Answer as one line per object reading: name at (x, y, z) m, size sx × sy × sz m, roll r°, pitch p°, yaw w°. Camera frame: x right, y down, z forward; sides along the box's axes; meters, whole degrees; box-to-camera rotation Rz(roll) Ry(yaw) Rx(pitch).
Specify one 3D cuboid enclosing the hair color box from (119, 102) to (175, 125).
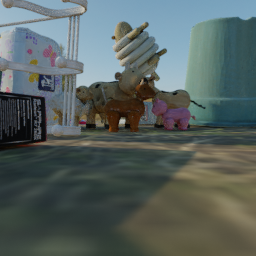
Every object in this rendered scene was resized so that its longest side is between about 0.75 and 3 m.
hair color box at (1.115, -0.584, 11.561) m, size 2.933 × 0.889 × 1.452 m, roll 0°, pitch 2°, yaw -37°

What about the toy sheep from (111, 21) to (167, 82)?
toy sheep at (0.431, -2.967, 11.063) m, size 1.886 × 2.736 × 1.886 m, roll -34°, pitch 12°, yaw 9°

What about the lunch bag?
lunch bag at (-2.717, -1.195, 7.764) m, size 1.777 × 2.370 × 2.795 m, roll 2°, pitch -1°, yaw -12°

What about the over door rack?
over door rack at (-1.743, -0.819, 4.158) m, size 2.541 × 1.877 × 0.846 m, roll 2°, pitch -3°, yaw 35°

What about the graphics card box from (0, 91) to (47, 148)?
graphics card box at (-1.500, -0.053, 1.817) m, size 1.096 × 0.444 × 1.747 m, roll 1°, pitch 3°, yaw 21°

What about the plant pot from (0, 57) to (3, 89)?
plant pot at (-3.917, -0.974, 5.587) m, size 2.312 × 2.269 × 2.263 m, roll 9°, pitch 3°, yaw 10°

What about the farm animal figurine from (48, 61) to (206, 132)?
farm animal figurine at (0.041, -0.667, 6.113) m, size 2.631 × 1.387 × 2.660 m, roll 1°, pitch 2°, yaw 32°

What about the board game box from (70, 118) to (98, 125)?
board game box at (-1.907, -0.279, 11.862) m, size 1.377 × 0.268 × 1.088 m, roll -2°, pitch 2°, yaw -30°

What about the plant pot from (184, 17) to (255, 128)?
plant pot at (2.992, -1.637, 8.488) m, size 2.955 × 2.894 × 2.955 m, roll 0°, pitch 8°, yaw 0°
